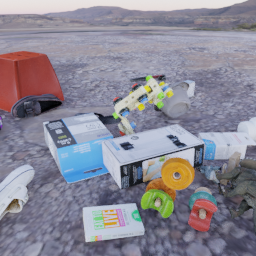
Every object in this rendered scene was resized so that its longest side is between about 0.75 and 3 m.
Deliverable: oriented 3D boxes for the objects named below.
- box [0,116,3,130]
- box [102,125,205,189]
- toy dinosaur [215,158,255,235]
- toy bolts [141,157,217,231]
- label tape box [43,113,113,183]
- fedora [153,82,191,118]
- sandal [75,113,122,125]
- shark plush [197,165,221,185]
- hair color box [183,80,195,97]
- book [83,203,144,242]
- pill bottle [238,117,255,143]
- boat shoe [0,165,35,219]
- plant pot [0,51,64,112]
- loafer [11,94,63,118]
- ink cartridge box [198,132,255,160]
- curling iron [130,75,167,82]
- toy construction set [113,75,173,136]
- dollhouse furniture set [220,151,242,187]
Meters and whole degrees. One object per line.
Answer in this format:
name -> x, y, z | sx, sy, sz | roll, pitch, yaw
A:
box -> -5.551, 0.339, 9.601 | 1.913, 0.483, 2.676 | -6, 24, -11
box -> 0.702, 0.731, 8.093 | 2.590, 0.779, 1.510 | -11, 26, -19
toy dinosaur -> 2.857, 1.432, 6.594 | 1.280, 0.963, 2.502 | -17, 21, 7
toy bolts -> 1.317, 1.376, 6.436 | 1.616, 1.543, 1.121 | 24, 19, 8
label tape box -> -1.428, 0.504, 8.680 | 1.777, 0.820, 2.481 | -13, 32, -25
fedora -> 2.006, -1.041, 11.687 | 2.012, 1.779, 0.908 | 15, 38, -59
sandal -> -1.344, -0.385, 10.561 | 2.432, 0.521, 0.925 | -5, 10, 24
shark plush -> 2.184, 1.158, 7.790 | 0.452, 0.493, 1.086 | 0, 22, -11
hair color box -> 2.663, -1.840, 13.951 | 1.575, 0.780, 0.477 | -21, 32, -39
book -> -0.339, 2.064, 6.129 | 1.227, 0.295, 0.820 | -3, 26, -13
pill bottle -> 4.714, 0.058, 9.651 | 1.671, 0.925, 0.925 | -5, 25, -11
boat shoe -> -2.759, 1.666, 6.581 | 0.761, 0.772, 2.179 | 32, 26, 3
plant pot -> -4.876, -2.278, 13.107 | 2.603, 2.296, 2.606 | 16, 29, 30
loafer -> -3.833, -0.964, 12.057 | 0.749, 0.854, 2.377 | 19, 27, 27
ink cartridge box -> 3.146, 0.567, 9.015 | 1.594, 0.532, 0.923 | 0, 25, -1
curling iron -> 1.255, -3.038, 17.134 | 2.338, 0.299, 0.580 | -4, 26, -9
toy construction set -> 0.377, -0.765, 9.392 | 1.102, 2.391, 1.568 | 44, 7, 19
dollhouse furniture set -> 3.357, 1.219, 7.449 | 1.363, 0.665, 1.162 | 21, 32, 38
